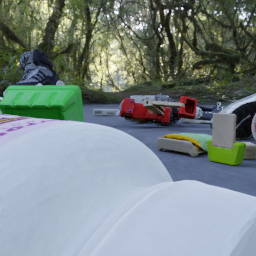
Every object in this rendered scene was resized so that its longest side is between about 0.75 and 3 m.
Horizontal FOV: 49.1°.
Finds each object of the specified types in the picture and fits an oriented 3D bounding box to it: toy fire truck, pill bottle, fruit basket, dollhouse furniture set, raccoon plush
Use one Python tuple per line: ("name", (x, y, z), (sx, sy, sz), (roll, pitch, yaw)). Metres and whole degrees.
("toy fire truck", (0.824, -0.569, 8.448), (2.202, 0.537, 1.553), (10, -13, 1))
("pill bottle", (-0.354, 0.375, 0.954), (1.505, 0.845, 0.845), (5, 8, 41))
("fruit basket", (-1.969, -0.395, 6.924), (1.962, 1.415, 1.962), (-1, 23, 1))
("dollhouse furniture set", (1.509, 0.024, 4.402), (1.089, 0.841, 2.178), (-4, 7, -40))
("raccoon plush", (1.757, -0.442, 9.809), (2.186, 1.058, 1.465), (26, 11, 37))

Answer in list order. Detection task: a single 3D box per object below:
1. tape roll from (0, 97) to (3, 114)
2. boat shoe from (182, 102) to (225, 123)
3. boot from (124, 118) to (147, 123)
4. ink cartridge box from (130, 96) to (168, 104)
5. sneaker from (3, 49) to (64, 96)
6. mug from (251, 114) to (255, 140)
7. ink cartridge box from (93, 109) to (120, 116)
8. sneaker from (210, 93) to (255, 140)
("tape roll", (-3.687, -0.555, 8.128), (2.052, 0.375, 2.052), (27, 3, -1))
("boat shoe", (3.242, -0.561, 10.356), (2.497, 0.783, 0.907), (2, 6, 21))
("boot", (0.252, -0.575, 11.031), (1.905, 0.686, 1.473), (2, 4, -45))
("ink cartridge box", (1.353, -1.392, 16.869), (1.906, 1.100, 2.627), (2, 6, 15))
("sneaker", (-3.150, -1.644, 8.918), (1.038, 1.566, 2.751), (-23, 5, 19))
("mug", (2.992, -0.125, 5.085), (1.403, 1.055, 1.581), (2, 10, 32))
("ink cartridge box", (-1.103, -0.854, 15.618), (1.288, 0.380, 1.609), (1, 1, 10))
("sneaker", (3.076, -0.464, 6.828), (2.485, 0.919, 0.985), (-19, 7, -20))
